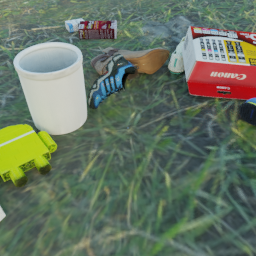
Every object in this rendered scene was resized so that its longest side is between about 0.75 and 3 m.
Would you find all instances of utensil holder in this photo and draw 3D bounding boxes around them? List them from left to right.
[{"bbox_3d":[-1.995,-1.047,7.630,1.685,1.983,1.685,1,42,0],"label":"utensil holder"}]

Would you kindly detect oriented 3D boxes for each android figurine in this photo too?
[{"bbox_3d":[-2.747,0.586,6.977,1.783,0.402,1.959,-29,50,-28],"label":"android figurine"}]

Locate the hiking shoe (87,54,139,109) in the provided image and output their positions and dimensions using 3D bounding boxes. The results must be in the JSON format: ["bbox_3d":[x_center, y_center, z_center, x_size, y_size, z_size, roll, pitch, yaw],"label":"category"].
[{"bbox_3d":[-0.508,-1.221,8.162,0.795,1.834,0.682,38,17,10],"label":"hiking shoe"}]

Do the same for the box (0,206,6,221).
[{"bbox_3d":[-3.235,1.464,5.558,1.250,0.951,0.664,21,45,22],"label":"box"}]

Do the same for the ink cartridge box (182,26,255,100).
[{"bbox_3d":[3.124,-2.069,8.965,2.445,1.025,2.147,3,58,-6],"label":"ink cartridge box"}]

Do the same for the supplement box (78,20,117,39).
[{"bbox_3d":[-1.335,-4.402,12.536,1.665,0.507,0.906,-2,43,-1],"label":"supplement box"}]

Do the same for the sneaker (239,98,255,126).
[{"bbox_3d":[4.198,-0.113,7.480,0.946,0.795,2.413,-19,45,-26],"label":"sneaker"}]

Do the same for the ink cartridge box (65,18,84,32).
[{"bbox_3d":[-2.442,-4.811,13.116,0.847,0.357,0.612,-18,45,-20],"label":"ink cartridge box"}]

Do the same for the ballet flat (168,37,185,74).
[{"bbox_3d":[2.203,-2.987,10.694,0.894,0.894,2.574,17,44,18],"label":"ballet flat"}]

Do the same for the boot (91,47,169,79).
[{"bbox_3d":[0.004,-2.536,10.185,1.885,0.905,2.578,30,46,35],"label":"boot"}]
